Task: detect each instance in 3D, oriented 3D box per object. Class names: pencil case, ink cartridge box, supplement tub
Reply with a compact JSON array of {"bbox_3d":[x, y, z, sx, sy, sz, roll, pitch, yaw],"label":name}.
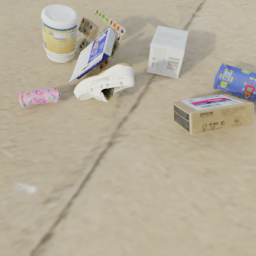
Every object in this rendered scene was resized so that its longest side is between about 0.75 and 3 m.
[{"bbox_3d":[-2.797,-0.985,8.928,1.267,0.554,0.554,-12,47,-23],"label":"pencil case"},{"bbox_3d":[-1.204,-2.378,9.585,1.702,0.405,1.722,-25,44,37],"label":"ink cartridge box"},{"bbox_3d":[4.021,-1.403,9.141,2.323,0.906,1.009,22,40,20],"label":"pencil case"},{"bbox_3d":[-2.477,-3.418,10.266,1.262,1.744,1.262,6,52,-8],"label":"supplement tub"},{"bbox_3d":[2.342,-0.430,7.941,1.790,0.672,1.475,-10,18,-8],"label":"ink cartridge box"}]

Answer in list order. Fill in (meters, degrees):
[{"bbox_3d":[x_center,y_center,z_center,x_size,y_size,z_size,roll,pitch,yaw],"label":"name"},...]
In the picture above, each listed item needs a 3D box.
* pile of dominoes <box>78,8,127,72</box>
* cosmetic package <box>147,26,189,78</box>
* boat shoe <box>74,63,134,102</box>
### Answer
[{"bbox_3d":[-1.150,-3.268,10.274,0.370,1.812,2.325,5,33,-43],"label":"pile of dominoes"},{"bbox_3d":[1.449,-2.768,10.197,1.185,1.192,1.425,13,46,7],"label":"cosmetic package"},{"bbox_3d":[-0.777,-1.176,8.528,0.828,2.340,0.811,-5,79,-49],"label":"boat shoe"}]
